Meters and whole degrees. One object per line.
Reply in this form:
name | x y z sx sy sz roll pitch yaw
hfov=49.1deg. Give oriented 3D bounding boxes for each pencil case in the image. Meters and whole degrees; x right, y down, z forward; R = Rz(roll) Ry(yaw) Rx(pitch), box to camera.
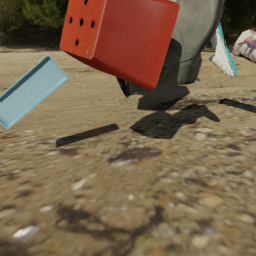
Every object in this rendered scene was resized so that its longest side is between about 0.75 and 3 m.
pencil case | 3.632 -1.784 7.150 1.860 0.724 0.832 36 -1 16

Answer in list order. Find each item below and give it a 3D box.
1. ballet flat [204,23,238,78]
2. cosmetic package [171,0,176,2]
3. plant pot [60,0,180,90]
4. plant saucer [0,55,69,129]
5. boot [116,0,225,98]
ballet flat | 1.826 -1.631 5.739 0.496 1.382 0.496 -19 0 0
cosmetic package | 0.260 -3.191 6.139 1.220 1.547 2.876 0 30 34
plant pot | -0.221 -1.332 3.940 1.084 1.229 1.230 1 20 -45
plant saucer | -1.743 -0.613 4.860 1.492 0.522 0.142 -37 24 10
boot | 0.599 -1.580 4.812 1.608 2.462 0.833 -14 47 -19
